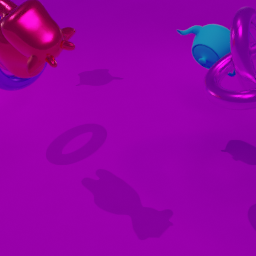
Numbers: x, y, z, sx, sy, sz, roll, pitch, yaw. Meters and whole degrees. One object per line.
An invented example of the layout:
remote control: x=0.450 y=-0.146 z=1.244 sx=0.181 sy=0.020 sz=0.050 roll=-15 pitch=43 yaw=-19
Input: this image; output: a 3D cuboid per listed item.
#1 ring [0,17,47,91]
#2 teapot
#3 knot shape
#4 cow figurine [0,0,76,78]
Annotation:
ring: x=-2.424 y=-1.676 z=6.159 sx=0.361 sy=1.806 sz=1.806 roll=27 pitch=47 yaw=22
teapot: x=1.682 y=-1.631 z=5.748 sx=1.521 sy=0.946 sz=0.745 roll=42 pitch=76 yaw=-4
knot shape: x=1.916 y=-1.020 z=4.109 sx=1.664 sy=0.769 sz=1.557 roll=-7 pitch=80 yaw=-2
cow figurine: x=-1.535 y=-1.240 z=4.281 sx=1.688 sy=1.716 sz=0.942 roll=35 pitch=70 yaw=10
